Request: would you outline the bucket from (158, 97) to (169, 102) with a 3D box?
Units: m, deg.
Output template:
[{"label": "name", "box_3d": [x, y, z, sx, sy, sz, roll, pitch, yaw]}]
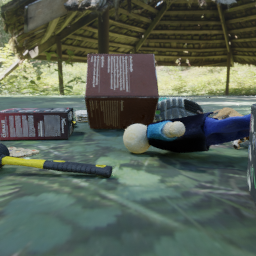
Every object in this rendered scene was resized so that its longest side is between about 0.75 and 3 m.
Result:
[{"label": "bucket", "box_3d": [2.125, -1.429, 16.362, 1.073, 0.698, 1.073, 1, 8, 0]}]

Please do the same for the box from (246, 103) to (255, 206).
[{"label": "box", "box_3d": [1.804, 0.378, 2.358, 1.235, 1.071, 2.020, 2, 8, 15]}]

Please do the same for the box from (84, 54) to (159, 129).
[{"label": "box", "box_3d": [-0.209, -1.053, 8.301, 1.983, 1.645, 1.628, 0, -32, -2]}]

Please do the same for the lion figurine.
[{"label": "lion figurine", "box_3d": [2.346, -0.098, 6.001, 0.958, 0.567, 1.564, -32, 60, -27]}]

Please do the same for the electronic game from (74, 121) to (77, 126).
[{"label": "electronic game", "box_3d": [-2.207, -0.137, 8.966, 1.110, 0.231, 1.110, 0, 9, 0]}]

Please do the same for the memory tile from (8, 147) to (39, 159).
[{"label": "memory tile", "box_3d": [-2.165, 0.467, 5.333, 0.795, 0.067, 0.609, 4, 9, 24]}]

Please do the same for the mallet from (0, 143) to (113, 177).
[{"label": "mallet", "box_3d": [-1.289, 0.536, 3.945, 2.084, 0.429, 0.686, 6, 9, 13]}]

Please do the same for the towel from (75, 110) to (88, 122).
[{"label": "towel", "box_3d": [-1.425, -0.526, 11.238, 1.382, 0.360, 2.086, -1, 8, -14]}]

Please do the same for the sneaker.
[{"label": "sneaker", "box_3d": [1.430, -0.606, 9.928, 2.498, 0.937, 1.443, 2, 6, 19]}]

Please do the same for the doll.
[{"label": "doll", "box_3d": [1.255, 0.082, 4.940, 2.865, 0.694, 1.954, -10, -15, 22]}]

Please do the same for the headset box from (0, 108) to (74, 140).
[{"label": "headset box", "box_3d": [-2.429, -0.145, 7.310, 1.882, 0.706, 1.399, -1, 8, -6]}]
